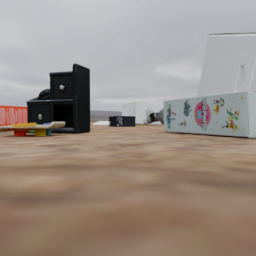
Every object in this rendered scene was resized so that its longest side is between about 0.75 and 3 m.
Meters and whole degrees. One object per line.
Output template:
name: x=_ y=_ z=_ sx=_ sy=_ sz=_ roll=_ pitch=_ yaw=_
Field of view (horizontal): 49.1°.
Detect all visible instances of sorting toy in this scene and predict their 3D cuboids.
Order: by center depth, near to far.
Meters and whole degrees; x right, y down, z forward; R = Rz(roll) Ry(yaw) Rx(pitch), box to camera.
sorting toy: x=-1.410 y=0.030 z=4.203 sx=0.801 sy=0.194 sz=1.423 roll=-4 pitch=1 yaw=2

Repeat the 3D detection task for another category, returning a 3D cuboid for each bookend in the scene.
bookend: x=-1.361 y=-0.516 z=5.241 sx=1.214 sy=1.222 sz=0.563 roll=1 pitch=2 yaw=18

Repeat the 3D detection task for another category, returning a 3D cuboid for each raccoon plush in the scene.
raccoon plush: x=1.663 y=-0.331 z=12.344 sx=2.090 sy=1.011 sz=1.400 roll=-28 pitch=8 yaw=15

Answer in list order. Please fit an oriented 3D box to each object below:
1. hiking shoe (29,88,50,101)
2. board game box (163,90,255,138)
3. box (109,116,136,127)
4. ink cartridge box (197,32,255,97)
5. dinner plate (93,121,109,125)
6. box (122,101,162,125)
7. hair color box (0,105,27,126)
hiking shoe: x=-1.952 y=-0.743 z=7.550 sx=2.031 sy=0.755 sz=0.880 roll=-1 pitch=20 yaw=47
board game box: x=1.735 y=-0.209 z=4.680 sx=1.473 sy=0.642 sz=1.997 roll=-1 pitch=1 yaw=-24
box: x=-0.243 y=-0.260 z=10.916 sx=0.773 sy=0.432 sz=1.095 roll=2 pitch=0 yaw=-20
ink cartridge box: x=3.693 y=-1.234 z=7.385 sx=2.912 sy=2.136 sz=2.126 roll=-1 pitch=16 yaw=-30
dinner plate: x=-0.906 y=-0.254 z=14.904 sx=1.911 sy=0.232 sz=1.911 roll=2 pitch=1 yaw=0
box: x=0.684 y=-0.771 z=15.188 sx=1.460 sy=1.144 sz=2.347 roll=3 pitch=0 yaw=-19
hair color box: x=-4.902 y=-0.486 z=11.152 sx=1.397 sy=0.843 sz=2.752 roll=2 pitch=1 yaw=34
